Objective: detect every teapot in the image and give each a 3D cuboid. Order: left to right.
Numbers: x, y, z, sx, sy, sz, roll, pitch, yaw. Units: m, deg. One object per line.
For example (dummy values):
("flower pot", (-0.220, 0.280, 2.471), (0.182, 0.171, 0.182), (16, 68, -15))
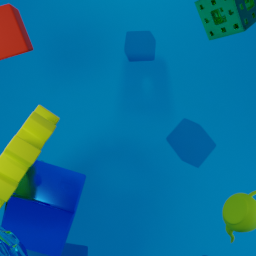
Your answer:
("teapot", (1.930, 1.478, 4.716), (0.513, 0.651, 1.048), (29, 97, -23))

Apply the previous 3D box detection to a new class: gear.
("gear", (-1.645, 0.543, 3.906), (0.345, 1.866, 1.866), (36, 68, -16))

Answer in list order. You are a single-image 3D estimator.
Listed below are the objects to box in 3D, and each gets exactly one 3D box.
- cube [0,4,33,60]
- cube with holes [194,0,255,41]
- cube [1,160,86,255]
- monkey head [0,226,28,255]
("cube", (-2.059, -1.513, 4.566), (0.722, 0.722, 0.722), (-19, 110, -6))
("cube with holes", (1.902, -2.237, 5.213), (0.786, 0.786, 0.786), (-40, 113, -25))
("cube", (-1.335, 1.258, 4.507), (0.977, 0.977, 0.977), (18, 23, -6))
("monkey head", (-1.361, 1.410, 2.316), (1.116, 1.332, 1.852), (-32, 68, -25))
